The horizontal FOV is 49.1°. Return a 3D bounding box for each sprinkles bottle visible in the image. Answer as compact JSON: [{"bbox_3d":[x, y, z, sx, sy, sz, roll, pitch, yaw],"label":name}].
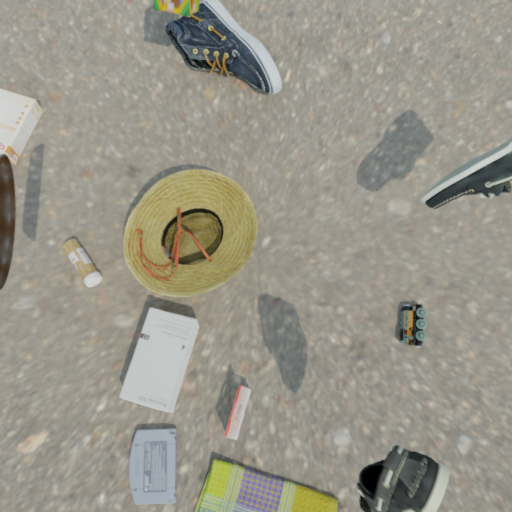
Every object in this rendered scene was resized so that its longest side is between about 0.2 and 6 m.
[{"bbox_3d":[-3.505,0.141,11.281,0.348,0.348,1.019,-35,75,-10],"label":"sprinkles bottle"}]

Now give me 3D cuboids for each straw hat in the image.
[{"bbox_3d":[-1.214,-0.317,11.027,2.630,1.113,2.630,-2,74,6],"label":"straw hat"}]

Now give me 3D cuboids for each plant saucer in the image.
[{"bbox_3d":[-3.843,-0.494,8.174,0.321,2.004,2.004,4,72,-14],"label":"plant saucer"}]

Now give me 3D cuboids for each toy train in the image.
[{"bbox_3d":[3.051,1.348,10.911,0.494,0.369,0.867,3,72,11],"label":"toy train"}]

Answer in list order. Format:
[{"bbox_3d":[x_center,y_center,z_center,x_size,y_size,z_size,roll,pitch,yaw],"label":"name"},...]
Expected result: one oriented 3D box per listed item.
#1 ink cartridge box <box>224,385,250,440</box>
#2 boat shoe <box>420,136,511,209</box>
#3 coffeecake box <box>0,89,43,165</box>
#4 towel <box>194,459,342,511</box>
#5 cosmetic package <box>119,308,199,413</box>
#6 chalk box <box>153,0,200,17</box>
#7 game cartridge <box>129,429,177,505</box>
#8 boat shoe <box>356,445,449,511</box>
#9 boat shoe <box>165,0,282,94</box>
[{"bbox_3d":[-0.326,2.848,10.173,0.207,0.824,0.949,16,73,5],"label":"ink cartridge box"},{"bbox_3d":[3.825,-1.326,8.857,0.781,2.587,0.978,54,43,-3],"label":"boat shoe"},{"bbox_3d":[-5.478,-2.826,12.122,1.085,0.516,1.413,18,73,6],"label":"coffeecake box"},{"bbox_3d":[0.141,4.818,9.835,2.533,0.288,1.819,19,74,6],"label":"towel"},{"bbox_3d":[-1.785,1.962,10.510,0.986,0.709,1.747,14,72,2],"label":"cosmetic package"},{"bbox_3d":[-1.279,-4.619,9.293,0.642,1.036,0.647,16,35,6],"label":"chalk box"},{"bbox_3d":[-1.871,3.819,10.185,0.853,0.259,1.280,0,72,-4],"label":"game cartridge"},{"bbox_3d":[1.552,2.687,6.650,0.719,2.125,0.763,22,62,6],"label":"boat shoe"},{"bbox_3d":[-0.746,-4.389,12.405,1.347,1.050,2.967,-35,68,-10],"label":"boat shoe"}]
